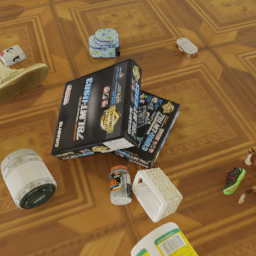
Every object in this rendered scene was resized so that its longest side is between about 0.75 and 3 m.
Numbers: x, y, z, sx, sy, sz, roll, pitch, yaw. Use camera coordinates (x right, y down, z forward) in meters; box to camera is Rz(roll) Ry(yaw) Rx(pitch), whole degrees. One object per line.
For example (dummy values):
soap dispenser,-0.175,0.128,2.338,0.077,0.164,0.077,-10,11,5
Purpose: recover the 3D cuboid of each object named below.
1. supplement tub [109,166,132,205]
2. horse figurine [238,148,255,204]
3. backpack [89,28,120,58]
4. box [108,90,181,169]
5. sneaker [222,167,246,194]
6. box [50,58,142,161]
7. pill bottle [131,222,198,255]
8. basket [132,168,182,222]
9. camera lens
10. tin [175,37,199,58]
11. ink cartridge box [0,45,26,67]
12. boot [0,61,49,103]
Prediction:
supplement tub,-0.222,1.655,8.158,0.626,0.626,1.021,-5,54,-3
horse figurine,4.470,1.854,7.943,2.715,0.678,1.800,24,52,25
backpack,-1.002,-3.554,11.691,1.271,0.934,1.163,-5,51,2
box,0.142,-0.196,9.466,2.555,0.640,2.574,22,59,13
sneaker,3.109,1.581,8.406,0.446,0.409,1.066,29,52,33
box,-0.948,-0.532,8.459,2.713,0.679,2.733,-12,57,28
pill bottle,1.228,3.550,6.357,1.364,1.364,2.418,-27,58,-18
basket,0.785,1.769,7.659,0.761,0.837,1.234,-11,45,-32
camera lens,-2.818,1.457,7.961,1.164,1.164,1.455,-30,60,-20
tin,2.532,-3.471,12.065,0.694,0.260,1.240,-21,57,-20
ink cartridge box,-4.823,-3.020,11.660,0.848,0.351,0.618,-35,61,-22
boot,-4.462,-2.145,10.745,2.409,0.877,1.873,-35,62,-18
